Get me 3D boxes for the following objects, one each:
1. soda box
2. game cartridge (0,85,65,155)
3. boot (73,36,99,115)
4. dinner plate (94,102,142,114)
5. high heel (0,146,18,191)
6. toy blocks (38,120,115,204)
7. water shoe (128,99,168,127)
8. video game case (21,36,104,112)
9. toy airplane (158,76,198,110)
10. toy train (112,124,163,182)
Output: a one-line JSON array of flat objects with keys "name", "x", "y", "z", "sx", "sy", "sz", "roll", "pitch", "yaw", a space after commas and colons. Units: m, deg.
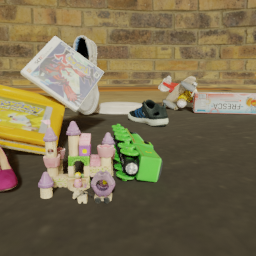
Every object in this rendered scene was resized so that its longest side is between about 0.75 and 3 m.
[{"name": "soda box", "x": 4.156, "y": -1.073, "z": 11.968, "sx": 2.700, "sy": 0.858, "sz": 0.923, "roll": 3, "pitch": 10, "yaw": 9}, {"name": "game cartridge", "x": -2.441, "y": -0.305, "z": 6.130, "sx": 1.989, "sy": 0.366, "sz": 2.257, "roll": 12, "pitch": 28, "yaw": -14}, {"name": "boot", "x": -1.685, "y": -1.911, "z": 10.382, "sx": 1.056, "sy": 2.872, "sz": 1.373, "roll": 0, "pitch": 5, "yaw": 6}, {"name": "dinner plate", "x": -0.315, "y": -0.954, "z": 12.894, "sx": 2.886, "sy": 0.350, "sz": 2.886, "roll": 1, "pitch": 12, "yaw": 0}, {"name": "high heel", "x": -1.993, "y": 0.464, "z": 4.131, "sx": 0.472, "sy": 0.673, "sz": 1.401, "roll": -9, "pitch": 14, "yaw": -40}, {"name": "toy blocks", "x": -0.690, "y": 0.367, "z": 3.899, "sx": 1.054, "sy": 0.950, "sz": 1.128, "roll": 0, "pitch": 10, "yaw": 0}, {"name": "water shoe", "x": 0.687, "y": -0.571, "z": 9.384, "sx": 0.728, "sy": 0.804, "sz": 2.037, "roll": -6, "pitch": 12, "yaw": -30}, {"name": "video game case", "x": -1.563, "y": -1.366, "z": 6.947, "sx": 1.557, "sy": 1.419, "sz": 0.179, "roll": 36, "pitch": -31, "yaw": -10}, {"name": "toy airplane", "x": 2.272, "y": -1.537, "z": 12.597, "sx": 1.876, "sy": 1.330, "sz": 1.884, "roll": -10, "pitch": -26, "yaw": 18}, {"name": "toy train", "x": 0.075, "y": 0.377, "z": 5.176, "sx": 0.715, "sy": 0.529, "sz": 2.534, "roll": 9, "pitch": 9, "yaw": -8}]
